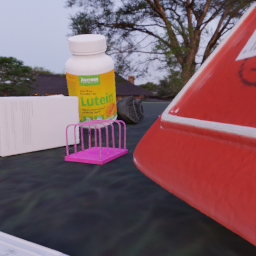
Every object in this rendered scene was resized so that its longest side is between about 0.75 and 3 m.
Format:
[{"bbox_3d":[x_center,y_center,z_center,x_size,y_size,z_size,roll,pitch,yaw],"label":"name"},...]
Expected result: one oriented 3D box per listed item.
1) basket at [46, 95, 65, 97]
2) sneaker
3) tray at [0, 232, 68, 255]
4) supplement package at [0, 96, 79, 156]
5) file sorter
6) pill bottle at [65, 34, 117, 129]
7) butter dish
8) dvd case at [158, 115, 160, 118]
[{"bbox_3d":[-2.291,-0.525,9.173,0.796,0.724,1.174,-6,-14,7],"label":"basket"},{"bbox_3d":[-0.150,-0.628,11.271,1.307,1.093,2.879,-9,-2,11],"label":"sneaker"},{"bbox_3d":[-0.758,0.830,1.799,0.821,0.091,0.441,3,8,28],"label":"tray"},{"bbox_3d":[-1.997,-0.120,5.771,1.037,1.050,1.732,6,9,41],"label":"supplement package"},{"bbox_3d":[-0.527,0.194,4.913,0.704,0.635,1.013,2,7,23],"label":"file sorter"},{"bbox_3d":[-1.009,-1.277,7.682,1.297,2.336,1.297,-2,28,1],"label":"pill bottle"},{"bbox_3d":[1.655,-0.001,2.276,1.834,2.475,2.482,43,-10,-21],"label":"butter dish"},{"bbox_3d":[2.448,-0.446,12.458,2.163,0.173,1.609,1,6,5],"label":"dvd case"}]
